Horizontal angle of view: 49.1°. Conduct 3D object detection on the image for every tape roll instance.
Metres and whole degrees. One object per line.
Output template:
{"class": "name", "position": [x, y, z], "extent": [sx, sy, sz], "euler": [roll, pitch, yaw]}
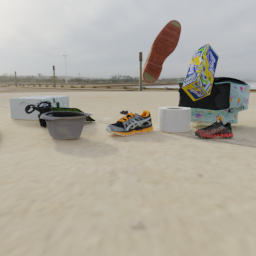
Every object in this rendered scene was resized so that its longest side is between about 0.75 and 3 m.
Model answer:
{"class": "tape roll", "position": [1.868, -0.363, 11.292], "extent": [1.312, 0.901, 1.312], "euler": [0, 10, 0]}

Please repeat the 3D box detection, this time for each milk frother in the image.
{"class": "milk frother", "position": [-3.756, -0.571, 12.035], "extent": [1.027, 0.966, 0.927], "euler": [15, 40, 25]}

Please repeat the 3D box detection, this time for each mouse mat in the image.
{"class": "mouse mat", "position": [-2.962, -0.632, 13.036], "extent": [2.464, 0.093, 1.983], "euler": [4, -14, 20]}

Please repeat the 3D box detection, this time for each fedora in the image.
{"class": "fedora", "position": [-2.148, -0.082, 9.748], "extent": [1.911, 0.863, 1.691], "euler": [8, 13, 37]}

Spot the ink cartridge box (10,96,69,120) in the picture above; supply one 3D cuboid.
{"class": "ink cartridge box", "position": [-4.719, -1.149, 15.215], "extent": [1.988, 1.126, 2.712], "euler": [3, 10, 19]}

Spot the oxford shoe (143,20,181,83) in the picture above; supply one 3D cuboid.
{"class": "oxford shoe", "position": [0.843, -2.122, 7.666], "extent": [0.623, 1.759, 0.649], "euler": [24, 21, -16]}

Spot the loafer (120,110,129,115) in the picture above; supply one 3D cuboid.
{"class": "loafer", "position": [-0.206, -0.947, 16.662], "extent": [0.296, 0.259, 0.824], "euler": [-6, 11, -33]}

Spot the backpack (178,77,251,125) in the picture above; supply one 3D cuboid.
{"class": "backpack", "position": [3.876, -1.193, 12.223], "extent": [2.860, 2.192, 2.514], "euler": [-15, 13, -41]}

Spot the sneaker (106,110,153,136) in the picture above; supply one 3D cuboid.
{"class": "sneaker", "position": [0.061, -0.189, 10.568], "extent": [2.121, 0.819, 0.830], "euler": [-10, 16, -40]}

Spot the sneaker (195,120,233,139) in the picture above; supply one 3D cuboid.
{"class": "sneaker", "position": [2.981, 0.040, 9.719], "extent": [1.328, 0.649, 0.470], "euler": [-1, 12, 2]}

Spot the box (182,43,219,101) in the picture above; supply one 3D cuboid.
{"class": "box", "position": [2.413, -1.860, 9.212], "extent": [0.632, 0.689, 1.966], "euler": [-21, 36, 46]}
